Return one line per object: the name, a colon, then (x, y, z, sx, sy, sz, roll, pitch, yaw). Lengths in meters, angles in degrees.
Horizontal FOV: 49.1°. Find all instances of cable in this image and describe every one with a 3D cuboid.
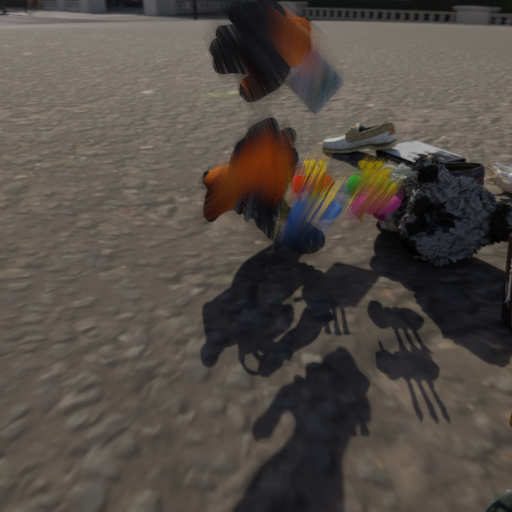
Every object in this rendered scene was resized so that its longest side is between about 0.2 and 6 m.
cable: (0.416, -0.557, 8.084, 1.367, 0.426, 1.676, 30, 16, 5)

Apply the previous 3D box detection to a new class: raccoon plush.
raccoon plush: (3.060, -0.593, 8.918, 2.880, 1.394, 1.930, 21, 13, -9)

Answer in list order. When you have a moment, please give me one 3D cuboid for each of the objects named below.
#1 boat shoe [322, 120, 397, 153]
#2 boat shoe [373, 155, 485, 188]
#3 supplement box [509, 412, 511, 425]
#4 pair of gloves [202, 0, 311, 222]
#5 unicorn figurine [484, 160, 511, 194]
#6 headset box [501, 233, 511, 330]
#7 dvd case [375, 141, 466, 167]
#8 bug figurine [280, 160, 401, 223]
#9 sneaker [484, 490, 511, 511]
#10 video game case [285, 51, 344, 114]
boat shoe: (2.368, -2.783, 13.040, 1.756, 0.601, 0.656, -3, 27, 21)
boat shoe: (3.352, -1.629, 10.919, 2.136, 0.692, 0.768, 12, 34, 24)
supplement box: (2.751, 1.564, 5.152, 0.307, 0.396, 0.717, -14, 30, -24)
pair of gloves: (0.109, -2.177, 8.480, 0.381, 3.084, 2.748, 16, 28, 27)
unicorn figurine: (5.143, -1.579, 11.124, 1.044, 0.561, 1.519, 29, 52, 27)
headset box: (4.103, 0.696, 5.293, 2.368, 1.195, 3.186, -1, 17, 3)
dvd case: (3.690, -2.260, 12.671, 1.220, 0.201, 1.623, -14, 29, -25)
bug figurine: (1.167, -0.879, 7.875, 1.620, 0.538, 2.089, -3, 22, 6)
sneaker: (1.297, 2.040, 3.493, 3.049, 1.166, 1.747, 10, 27, 12)
video game case: (1.062, -3.134, 10.111, 0.876, 0.798, 0.096, -49, 11, -17)
